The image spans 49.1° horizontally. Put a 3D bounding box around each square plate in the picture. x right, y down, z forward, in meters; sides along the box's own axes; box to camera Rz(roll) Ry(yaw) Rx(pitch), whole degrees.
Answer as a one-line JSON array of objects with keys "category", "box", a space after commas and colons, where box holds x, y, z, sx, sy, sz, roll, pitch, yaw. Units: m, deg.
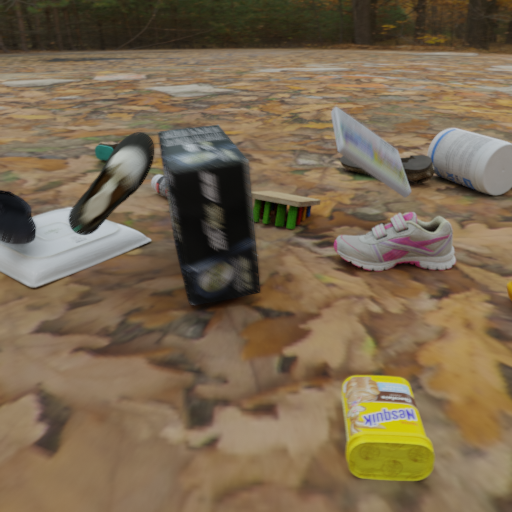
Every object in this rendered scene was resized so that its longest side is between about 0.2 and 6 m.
[{"category": "square plate", "box": [-3.232, -0.282, 9.058, 2.179, 0.313, 2.199, 18, 30, 35]}]

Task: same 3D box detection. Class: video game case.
[{"category": "video game case", "box": [1.830, -1.683, 9.017, 1.426, 0.157, 1.298, 29, 36, -22]}]

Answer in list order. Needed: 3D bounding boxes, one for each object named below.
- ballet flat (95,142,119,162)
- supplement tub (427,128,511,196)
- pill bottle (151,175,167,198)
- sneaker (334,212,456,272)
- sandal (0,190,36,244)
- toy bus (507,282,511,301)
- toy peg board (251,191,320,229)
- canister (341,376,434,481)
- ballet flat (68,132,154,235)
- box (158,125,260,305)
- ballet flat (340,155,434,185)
[{"category": "ballet flat", "box": [-3.146, -2.445, 13.417, 0.637, 0.644, 1.893, -15, 29, -42]}, {"category": "supplement tub", "box": [4.591, -2.028, 11.897, 1.119, 1.119, 1.697, -10, 26, -21]}, {"category": "pill bottle", "box": [-1.780, -1.390, 11.317, 0.429, 0.429, 0.740, -20, 31, -37]}, {"category": "sneaker", "box": [2.093, -0.280, 8.424, 1.847, 0.815, 0.751, -1, 25, -3]}, {"category": "sandal", "box": [-3.719, -0.698, 8.535, 0.679, 0.382, 1.785, -6, 27, -36]}, {"category": "toy bus", "box": [3.492, 0.574, 7.149, 0.271, 0.225, 0.693, -25, 30, -4]}, {"category": "toy peg board", "box": [0.470, -0.841, 10.200, 1.063, 0.520, 1.059, 14, 12, 24]}, {"category": "canister", "box": [1.135, 1.506, 5.039, 0.710, 0.414, 0.956, 1, 23, 3]}, {"category": "ballet flat", "box": [-1.880, -0.956, 7.521, 0.566, 1.665, 0.569, 35, -7, -19]}, {"category": "box", "box": [-0.712, -0.678, 7.850, 0.971, 1.847, 2.255, -9, 26, -10]}, {"category": "ballet flat", "box": [2.926, -2.000, 12.648, 2.350, 0.545, 0.792, 15, 57, 41]}]
